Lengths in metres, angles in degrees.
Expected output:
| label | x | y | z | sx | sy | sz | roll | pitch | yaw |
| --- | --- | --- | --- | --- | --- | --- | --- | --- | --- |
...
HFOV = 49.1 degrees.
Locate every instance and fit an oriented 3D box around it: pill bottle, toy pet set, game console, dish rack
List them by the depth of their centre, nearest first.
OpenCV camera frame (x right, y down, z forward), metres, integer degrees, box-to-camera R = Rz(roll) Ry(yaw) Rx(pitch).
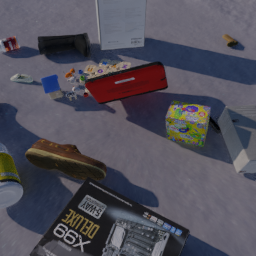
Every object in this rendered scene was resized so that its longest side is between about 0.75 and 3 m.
| label | x | y | z | sx | sy | sz | roll | pitch | yaw |
| --- | --- | --- | --- | --- | --- | --- | --- | --- | --- |
| pill bottle | -3.555 | 1.244 | 7.645 | 0.968 | 0.968 | 1.694 | -22 | 51 | -18 |
| game console | -0.016 | -1.804 | 9.312 | 2.443 | 2.106 | 1.450 | -13 | 67 | 10 |
| dish rack | 3.178 | -0.186 | 9.396 | 0.884 | 0.241 | 0.678 | -17 | 51 | -15 |
| toy pet set | -2.344 | -1.767 | 10.280 | 1.488 | 0.846 | 1.594 | -17 | 50 | -5 |
| pill bottle | -5.283 | -3.673 | 12.309 | 0.923 | 0.521 | 0.521 | -23 | 52 | -17 |

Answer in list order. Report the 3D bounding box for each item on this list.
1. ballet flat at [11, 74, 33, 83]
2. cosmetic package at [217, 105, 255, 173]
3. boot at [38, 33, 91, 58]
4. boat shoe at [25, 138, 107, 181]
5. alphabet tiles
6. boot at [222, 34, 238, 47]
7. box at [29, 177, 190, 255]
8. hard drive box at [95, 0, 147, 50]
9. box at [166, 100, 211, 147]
| label | x | y | z | sx | sy | sz | roll | pitch | yaw |
| --- | --- | --- | --- | --- | --- | --- | --- | --- | --- |
| ballet flat | -4.165 | -1.988 | 10.957 | 0.926 | 0.332 | 0.332 | 6 | 49 | 6 |
| cosmetic package | 3.563 | 0.317 | 8.406 | 1.050 | 0.887 | 1.966 | -4 | 52 | -10 |
| boot | -2.728 | -3.465 | 11.962 | 2.164 | 0.710 | 1.783 | -6 | 38 | -11 |
| boat shoe | -1.716 | 0.826 | 8.060 | 2.455 | 0.884 | 0.829 | 13 | 52 | 15 |
| alphabet tiles | -0.731 | -1.986 | 11.030 | 2.170 | 0.158 | 2.122 | 11 | 50 | 9 |
| boot | 4.564 | -4.014 | 12.808 | 0.659 | 0.249 | 0.752 | -11 | 49 | -27 |
| box | -0.372 | 2.746 | 6.446 | 2.884 | 0.718 | 2.274 | 24 | 53 | 19 |
| hard drive box | -0.309 | -4.762 | 11.891 | 2.013 | 2.583 | 0.992 | -7 | 49 | -7 |
| box | 1.796 | -0.122 | 8.417 | 1.157 | 1.114 | 0.706 | 13 | 55 | 18 |
